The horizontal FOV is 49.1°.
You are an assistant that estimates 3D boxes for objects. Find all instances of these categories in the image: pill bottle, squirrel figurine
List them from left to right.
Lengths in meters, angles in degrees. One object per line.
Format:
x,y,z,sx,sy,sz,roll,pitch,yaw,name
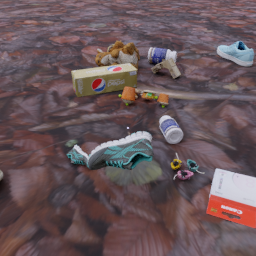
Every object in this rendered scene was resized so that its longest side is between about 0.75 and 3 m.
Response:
-0.489,-3.210,12.864,1.867,1.416,2.001,-3,29,17,squirrel figurine
1.668,-3.456,13.572,1.298,0.751,0.751,11,34,16,pill bottle
1.250,0.014,8.349,0.520,0.520,0.937,-6,33,-9,pill bottle

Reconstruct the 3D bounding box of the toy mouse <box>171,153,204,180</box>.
1.481,1.065,7.009,0.855,0.186,0.962,13,35,21,toy mouse

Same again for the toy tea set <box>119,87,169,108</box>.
0.573,-1.029,10.111,1.780,0.659,1.059,13,5,25,toy tea set

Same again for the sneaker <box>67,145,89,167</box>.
-1.277,0.824,7.335,0.421,0.358,0.923,-36,41,-21,sneaker

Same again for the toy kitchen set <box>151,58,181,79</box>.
1.580,-2.437,12.351,0.988,0.892,0.806,-26,5,45,toy kitchen set

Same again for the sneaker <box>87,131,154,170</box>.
-0.153,0.654,6.235,1.600,0.621,0.730,-23,50,5,sneaker

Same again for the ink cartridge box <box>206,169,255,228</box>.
2.376,1.496,6.242,1.034,0.363,1.272,13,30,19,ink cartridge box

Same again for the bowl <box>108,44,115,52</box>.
-0.576,-3.445,13.612,1.097,0.515,1.097,10,66,-24,bowl

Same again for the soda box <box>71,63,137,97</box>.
-0.925,-1.933,11.142,2.495,0.799,0.845,-11,34,-18,soda box

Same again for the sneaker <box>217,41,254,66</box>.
5.468,-3.955,14.129,0.897,0.995,2.428,-13,35,-21,sneaker

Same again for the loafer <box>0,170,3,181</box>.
-4.299,0.777,6.719,2.859,0.976,1.082,13,35,19,loafer
